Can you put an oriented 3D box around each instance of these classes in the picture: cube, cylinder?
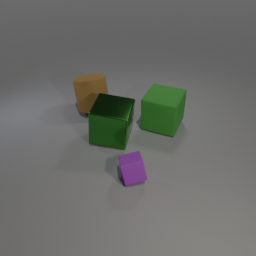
[{"bbox_3d":[0.139,1.227,8.624,0.700,0.700,0.700,-14,23,-1],"label":"cube"},{"bbox_3d":[-1.569,-1.521,12.105,1.400,1.400,1.400,-7,22,3],"label":"cylinder"},{"bbox_3d":[-0.589,-0.259,10.345,1.400,1.400,1.400,11,39,6],"label":"cube"},{"bbox_3d":[1.407,-0.738,11.110,1.400,1.400,1.400,15,41,20],"label":"cube"}]
